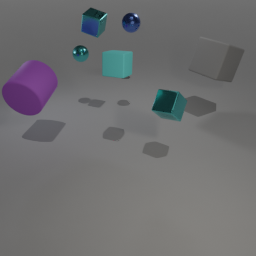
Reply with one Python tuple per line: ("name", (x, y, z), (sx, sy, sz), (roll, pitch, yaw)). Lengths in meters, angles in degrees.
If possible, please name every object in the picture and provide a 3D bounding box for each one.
("cylinder", (-3.334, -1.385, 9.650), (1.400, 1.400, 1.400), (6, 44, 11))
("cube", (-1.248, -3.885, 10.318), (0.700, 0.700, 0.700), (22, 46, 5))
("ball", (-2.019, -3.172, 11.956), (0.700, 0.700, 0.700), (0, 29, 0))
("cube", (1.239, -0.673, 8.344), (0.700, 0.700, 0.700), (13, -11, 36))
("cube", (3.626, -2.801, 11.532), (1.400, 1.400, 1.400), (-4, 28, -44))
("cube", (-0.313, -1.918, 8.364), (0.700, 0.700, 0.700), (10, 23, 20))
("ball", (0.116, -3.906, 10.399), (0.700, 0.700, 0.700), (0, 29, 0))
